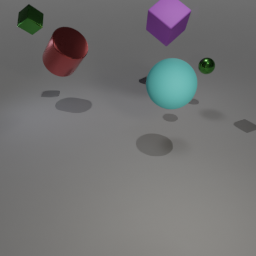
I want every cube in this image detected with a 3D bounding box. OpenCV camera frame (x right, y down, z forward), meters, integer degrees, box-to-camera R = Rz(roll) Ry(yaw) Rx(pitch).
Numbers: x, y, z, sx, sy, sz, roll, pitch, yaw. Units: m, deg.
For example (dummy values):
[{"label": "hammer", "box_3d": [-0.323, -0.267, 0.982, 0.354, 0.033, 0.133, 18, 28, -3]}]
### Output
[{"label": "cube", "box_3d": [1.839, -5.007, 13.028, 1.400, 1.400, 1.400, 44, 77, 12]}, {"label": "cube", "box_3d": [-3.832, -4.252, 11.022, 0.700, 0.700, 0.700, -18, -25, 34]}]

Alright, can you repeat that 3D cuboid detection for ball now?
[{"label": "ball", "box_3d": [1.202, -1.217, 7.766, 1.400, 1.400, 1.400, 0, 30, 0]}, {"label": "ball", "box_3d": [3.360, -2.650, 11.960, 0.700, 0.700, 0.700, 0, 30, 0]}]

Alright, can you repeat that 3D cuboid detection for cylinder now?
[{"label": "cylinder", "box_3d": [-2.443, -2.917, 10.845, 1.400, 1.400, 1.400, -25, -4, -36]}]
